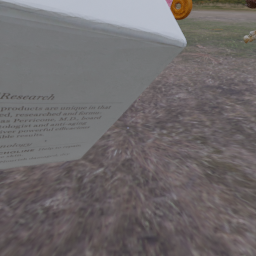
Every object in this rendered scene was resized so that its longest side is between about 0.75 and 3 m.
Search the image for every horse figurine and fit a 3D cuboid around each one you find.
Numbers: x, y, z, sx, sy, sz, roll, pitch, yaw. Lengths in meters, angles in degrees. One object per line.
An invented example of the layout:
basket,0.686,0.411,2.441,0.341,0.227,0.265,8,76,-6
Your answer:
horse figurine,2.955,-1.709,4.878,2.192,1.452,0.547,27,47,-35

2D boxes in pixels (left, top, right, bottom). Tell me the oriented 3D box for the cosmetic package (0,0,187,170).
cosmetic package,-1.159,-0.906,2.810,1.983,2.384,1.995,-3,63,-35

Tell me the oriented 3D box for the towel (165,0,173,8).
towel,0.005,-2.873,6.440,2.197,1.607,0.329,12,3,-24

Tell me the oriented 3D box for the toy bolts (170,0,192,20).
toy bolts,1.229,-4.088,9.127,1.795,1.714,1.245,-34,4,34
